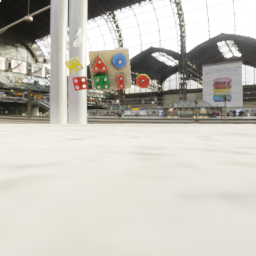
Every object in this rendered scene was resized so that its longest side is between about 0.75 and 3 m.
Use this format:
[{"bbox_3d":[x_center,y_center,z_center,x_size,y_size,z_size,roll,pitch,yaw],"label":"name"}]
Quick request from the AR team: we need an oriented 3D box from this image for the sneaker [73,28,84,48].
[{"bbox_3d":[-1.982,-3.680,11.490,0.436,0.342,0.877,12,-48,-19],"label":"sneaker"}]

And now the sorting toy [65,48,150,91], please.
[{"bbox_3d":[-0.715,-1.963,9.715,2.931,1.413,0.496,-3,26,1],"label":"sorting toy"}]
